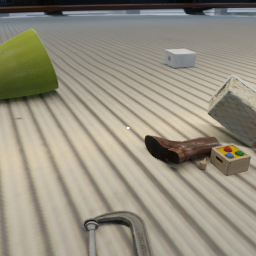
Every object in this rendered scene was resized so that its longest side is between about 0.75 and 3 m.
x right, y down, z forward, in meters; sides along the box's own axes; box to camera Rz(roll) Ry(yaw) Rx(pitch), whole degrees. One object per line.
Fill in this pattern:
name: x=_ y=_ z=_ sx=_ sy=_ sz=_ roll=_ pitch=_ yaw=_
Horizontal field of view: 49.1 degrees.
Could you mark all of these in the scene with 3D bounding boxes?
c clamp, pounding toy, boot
c clamp: x=-0.317 y=1.760 z=3.987 sx=1.399 sy=0.222 sz=1.637 roll=-1 pitch=27 yaw=-2
pounding toy: x=1.976 y=0.623 z=6.046 sx=0.933 sy=0.427 sz=0.820 roll=-9 pitch=28 yaw=-19
boot: x=1.297 y=0.376 z=6.568 sx=1.446 sy=0.464 sz=1.348 roll=-13 pitch=27 yaw=-32

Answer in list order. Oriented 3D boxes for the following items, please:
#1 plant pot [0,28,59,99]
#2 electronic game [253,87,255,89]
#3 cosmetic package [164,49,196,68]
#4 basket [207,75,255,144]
plant pot: x=-3.995 y=-1.944 z=9.675 sx=2.395 sy=2.241 sz=2.241 roll=-27 pitch=35 yaw=-19
electronic game: x=4.304 y=-1.372 z=10.294 sx=1.070 sy=0.223 sz=1.070 roll=0 pitch=26 yaw=0
cosmetic package: x=2.597 y=-3.493 z=14.007 sx=1.160 sy=0.713 sz=1.156 roll=-8 pitch=27 yaw=-15
basket: x=2.820 y=-0.434 z=6.988 sx=1.470 sy=0.996 sz=0.907 roll=37 pitch=41 yaw=3
